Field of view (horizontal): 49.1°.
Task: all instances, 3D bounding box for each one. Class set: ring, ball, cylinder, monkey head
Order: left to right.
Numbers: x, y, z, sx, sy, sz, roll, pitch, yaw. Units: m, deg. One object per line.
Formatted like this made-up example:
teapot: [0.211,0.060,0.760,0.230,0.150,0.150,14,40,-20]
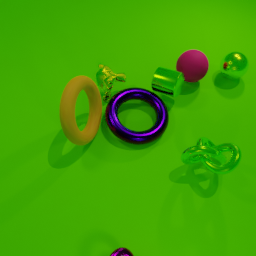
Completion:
ring: [-1.266,-0.480,7.830,0.388,1.941,1.941,4,55,21]
monkey head: [-0.606,-1.554,9.142,0.971,0.813,1.349,-4,79,-24]
ring: [0.282,-0.405,8.576,1.973,0.395,1.973,3,62,-5]
cylinder: [1.249,-1.436,8.729,0.792,0.792,0.792,21,59,23]
ball: [2.142,-2.065,9.344,1.073,1.073,1.073,0,57,0]
ball: [3.600,-2.117,9.495,0.926,0.926,0.926,0,57,0]

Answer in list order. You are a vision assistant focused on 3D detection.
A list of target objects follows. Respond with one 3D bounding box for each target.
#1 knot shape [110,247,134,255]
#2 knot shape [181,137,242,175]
knot shape: [-0.093,3.154,6.086,1.124,1.052,0.519,23,25,-18]
knot shape: [2.097,0.709,7.450,1.408,0.695,1.505,-2,12,-10]
